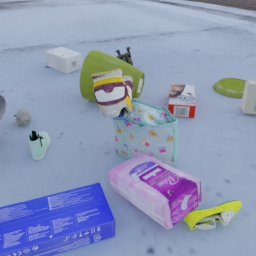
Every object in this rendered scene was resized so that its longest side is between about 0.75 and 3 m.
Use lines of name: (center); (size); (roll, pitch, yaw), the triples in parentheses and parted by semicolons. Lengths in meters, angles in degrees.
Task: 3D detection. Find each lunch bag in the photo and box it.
lunch bag: (0.618, 0.203, 8.466); (1.984, 1.690, 1.210); (16, 39, 28)

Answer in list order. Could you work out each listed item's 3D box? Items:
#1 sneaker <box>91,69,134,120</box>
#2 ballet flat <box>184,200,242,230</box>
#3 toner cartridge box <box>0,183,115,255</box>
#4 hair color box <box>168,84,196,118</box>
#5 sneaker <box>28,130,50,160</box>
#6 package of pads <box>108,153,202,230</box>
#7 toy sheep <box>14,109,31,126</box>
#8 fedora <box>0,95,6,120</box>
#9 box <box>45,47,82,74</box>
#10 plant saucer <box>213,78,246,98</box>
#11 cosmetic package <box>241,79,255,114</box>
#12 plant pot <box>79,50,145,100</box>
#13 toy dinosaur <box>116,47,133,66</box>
sneaker: (-0.376, -0.870, 8.134); (1.076, 1.293, 2.870); (-8, 3, 11)
ballet flat: (2.082, 2.125, 6.672); (1.470, 0.491, 0.493); (-11, 38, -4)
toner cartridge box: (-1.797, 2.202, 6.401); (2.787, 0.602, 1.324); (-11, 33, -17)
hair color box: (2.216, -1.162, 11.610); (1.065, 0.614, 1.920); (4, 32, 7)
sneaker: (-2.887, 0.295, 9.148); (0.518, 0.830, 1.407); (-6, 32, -6)
package of pads: (0.628, 1.464, 7.091); (1.311, 0.823, 2.176); (-26, 31, -30)
toy sheep: (-3.916, -0.387, 10.489); (0.609, 0.609, 0.883); (-17, 50, -24)
fedora: (-5.115, 0.154, 8.909); (2.572, 1.313, 2.908); (10, 42, 19)
box: (-3.491, -3.718, 15.309); (1.792, 0.873, 1.114); (27, 42, 35)
plant saucer: (4.981, -1.943, 13.106); (1.938, 0.301, 1.938); (0, 32, 0)
cosmetic package: (5.803, -1.146, 10.933); (2.398, 1.261, 0.852); (8, 23, 10)
plant pot: (-0.526, -1.987, 11.647); (2.260, 2.115, 2.115); (14, 35, 12)
toy dinosaur: (-0.065, -3.311, 14.498); (0.981, 1.304, 2.550); (-22, 46, 7)
